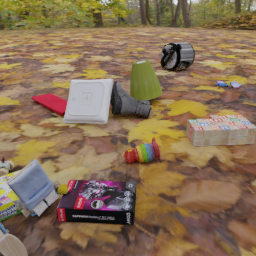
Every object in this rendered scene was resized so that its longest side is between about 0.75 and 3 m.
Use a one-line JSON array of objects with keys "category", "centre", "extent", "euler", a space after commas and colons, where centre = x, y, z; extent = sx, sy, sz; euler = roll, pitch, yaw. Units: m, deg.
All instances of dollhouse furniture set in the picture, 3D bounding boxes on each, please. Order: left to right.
[{"category": "dollhouse furniture set", "centre": [-2.052, 1.404, 5.602], "extent": [1.173, 1.697, 1.797], "euler": [22, 51, 39]}]

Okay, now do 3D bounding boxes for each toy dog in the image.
[{"category": "toy dog", "centre": [-3.822, 1.068, 7.860], "extent": [1.153, 0.555, 0.761], "euler": [-10, 27, -20]}]

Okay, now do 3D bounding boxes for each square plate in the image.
[{"category": "square plate", "centre": [-1.606, -1.109, 11.072], "extent": [1.876, 1.894, 0.269], "euler": [2, -17, 16]}]

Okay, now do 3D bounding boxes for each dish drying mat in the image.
[{"category": "dish drying mat", "centre": [-3.293, -1.089, 12.851], "extent": [1.118, 0.265, 2.912], "euler": [-19, 30, -38]}]

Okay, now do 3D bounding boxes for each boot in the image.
[{"category": "boot", "centre": [0.103, -1.180, 12.330], "extent": [1.658, 0.879, 2.519], "euler": [7, 36, -12]}]

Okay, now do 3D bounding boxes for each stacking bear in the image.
[{"category": "stacking bear", "centre": [0.395, 0.766, 8.509], "extent": [1.059, 0.602, 0.643], "euler": [-13, 31, -3]}]

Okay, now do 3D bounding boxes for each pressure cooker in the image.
[{"category": "pressure cooker", "centre": [3.226, -4.867, 19.066], "extent": [2.090, 1.838, 1.866], "euler": [-12, 24, -31]}]

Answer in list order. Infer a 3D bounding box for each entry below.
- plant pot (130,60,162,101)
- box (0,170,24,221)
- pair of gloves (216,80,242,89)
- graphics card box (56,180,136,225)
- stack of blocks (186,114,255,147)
[{"category": "plant pot", "centre": [0.744, -2.338, 13.381], "extent": [1.569, 1.677, 1.569], "euler": [-10, 21, 4]}, {"category": "box", "centre": [-3.039, 1.668, 6.686], "extent": [2.027, 0.490, 1.189], "euler": [-15, 29, -34]}, {"category": "pair of gloves", "centre": [5.763, -2.506, 15.982], "extent": [1.486, 0.169, 1.195], "euler": [4, 26, 10]}, {"category": "graphics card box", "centre": [-0.681, 1.720, 6.608], "extent": [1.741, 0.443, 1.092], "euler": [3, 25, 4]}, {"category": "stack of blocks", "centre": [3.205, 0.061, 9.922], "extent": [2.134, 0.625, 1.229], "euler": [-2, 25, -4]}]
